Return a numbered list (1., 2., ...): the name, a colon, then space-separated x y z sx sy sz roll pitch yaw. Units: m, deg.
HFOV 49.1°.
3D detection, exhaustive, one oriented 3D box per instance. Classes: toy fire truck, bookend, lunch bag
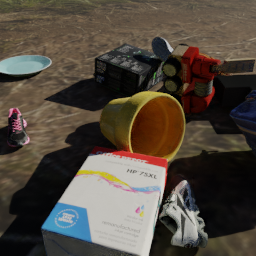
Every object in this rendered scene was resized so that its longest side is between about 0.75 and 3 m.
1. toy fire truck: 2.251 -1.357 7.900 2.144 1.888 1.380 17 51 28
2. bookend: 3.559 -0.889 8.393 1.742 0.807 1.753 -2 34 -2
3. lunch bag: 3.281 -0.201 6.012 1.471 1.433 2.166 -35 12 -1

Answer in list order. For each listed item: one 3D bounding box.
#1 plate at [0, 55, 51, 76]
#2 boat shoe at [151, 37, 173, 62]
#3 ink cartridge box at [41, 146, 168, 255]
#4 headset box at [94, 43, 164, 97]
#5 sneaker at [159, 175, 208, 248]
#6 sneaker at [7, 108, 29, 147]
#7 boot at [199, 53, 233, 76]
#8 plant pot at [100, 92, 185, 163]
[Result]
1. plate: -4.170 -2.475 11.293 2.138 0.273 2.138 1 33 0
2. boat shoe: 1.319 -2.448 9.507 0.526 0.580 1.576 25 32 -53
3. ink cartridge box: -0.181 1.225 5.093 1.537 0.890 2.646 9 34 13
4. headset box: 0.136 -2.104 9.928 1.790 0.954 2.056 25 41 22
5. sneaker: 0.874 1.428 5.087 0.680 0.570 1.537 -1 33 -6
6. sneaker: -2.913 -0.053 7.275 0.543 0.656 1.375 -12 37 -20
7. boot: 2.479 -2.244 9.937 2.319 0.889 1.801 39 22 28
8. plant pot: 0.193 -0.047 6.545 1.675 1.675 1.576 -24 24 -32
